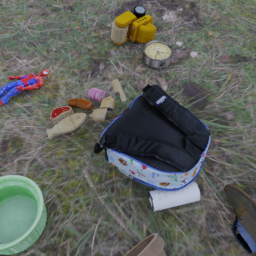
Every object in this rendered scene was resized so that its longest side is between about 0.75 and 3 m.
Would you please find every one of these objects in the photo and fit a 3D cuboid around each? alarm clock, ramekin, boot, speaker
[{"bbox_3d":[1.294,-2.936,11.732,1.293,0.638,1.917,-10,51,-8],"label":"alarm clock"},{"bbox_3d":[-3.145,2.351,7.475,1.966,0.960,1.966,0,53,0],"label":"ramekin"},{"bbox_3d":[3.091,2.438,7.583,0.916,0.706,1.889,-26,59,-21],"label":"boot"},{"bbox_3d":[1.326,1.952,8.029,1.410,0.573,0.573,-11,53,-9],"label":"speaker"}]

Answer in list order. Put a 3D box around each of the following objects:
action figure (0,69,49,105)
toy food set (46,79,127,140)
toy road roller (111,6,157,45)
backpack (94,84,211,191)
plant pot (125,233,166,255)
[{"bbox_3d":[-4.228,-1.601,10.740,2.699,0.697,0.883,-32,56,-25],"label":"action figure"},{"bbox_3d":[-1.481,-0.666,9.880,2.895,0.456,1.840,-22,45,2],"label":"toy food set"},{"bbox_3d":[0.351,-4.360,12.501,1.984,1.219,1.448,-37,73,-25],"label":"toy road roller"},{"bbox_3d":[0.899,0.526,8.137,2.685,2.172,2.819,25,61,29],"label":"backpack"},{"bbox_3d":[0.512,3.441,6.537,1.465,1.465,1.277,-35,79,-24],"label":"plant pot"}]
